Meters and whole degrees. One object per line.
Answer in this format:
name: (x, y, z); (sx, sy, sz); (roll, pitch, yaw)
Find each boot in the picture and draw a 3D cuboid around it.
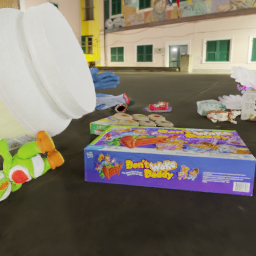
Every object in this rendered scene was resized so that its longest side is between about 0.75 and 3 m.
boot: (-0.117, -0.866, 11.044); (1.137, 0.410, 0.858); (-11, 19, -20)

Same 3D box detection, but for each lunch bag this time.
lunch bag: (3.050, -0.752, 10.249); (0.896, 0.546, 0.763); (-6, 13, 1)

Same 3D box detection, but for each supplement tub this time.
supplement tub: (-2.185, -0.630, 4.589); (2.861, 2.074, 2.074); (-19, 11, 9)

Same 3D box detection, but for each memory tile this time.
memory tile: (0.576, -0.013, 7.130); (1.555, 0.170, 2.029); (1, 20, -21)

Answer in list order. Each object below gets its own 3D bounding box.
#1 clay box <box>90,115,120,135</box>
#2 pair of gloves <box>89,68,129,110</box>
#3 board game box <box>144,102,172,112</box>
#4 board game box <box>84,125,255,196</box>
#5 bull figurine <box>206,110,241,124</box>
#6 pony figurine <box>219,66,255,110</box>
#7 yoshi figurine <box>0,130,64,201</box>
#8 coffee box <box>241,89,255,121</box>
clay box: (-0.332, -0.089, 7.888); (0.805, 0.334, 1.401); (8, 15, 29)
pair of gloves: (-1.044, -1.339, 9.973); (1.892, 0.268, 2.353); (-5, -28, 14)
board game box: (1.236, -0.911, 11.490); (1.102, 0.272, 1.395); (3, 13, 11)
board game box: (0.720, 0.463, 5.055); (2.568, 0.575, 1.726); (3, 14, 11)
bull figurine: (3.120, -0.381, 9.033); (1.138, 0.371, 0.691); (-1, 16, -1)
pony figurine: (5.042, -1.434, 11.433); (2.065, 1.782, 2.139); (21, 8, 34)
yoshi figurine: (-1.651, 0.579, 3.960); (1.335, 0.750, 0.748); (-33, -11, -21)
coffee box: (5.048, -0.703, 9.118); (2.382, 0.951, 1.346); (7, 15, 27)
